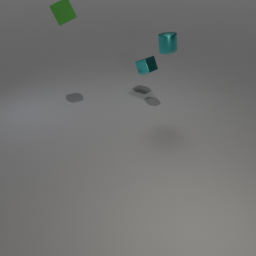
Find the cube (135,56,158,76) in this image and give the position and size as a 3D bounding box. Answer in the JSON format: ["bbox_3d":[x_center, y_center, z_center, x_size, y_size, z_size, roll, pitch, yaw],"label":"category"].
[{"bbox_3d":[0.905,-3.020,13.603,0.700,0.700,0.700,-30,17,-38],"label":"cube"}]

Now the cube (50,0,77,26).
[{"bbox_3d":[-2.304,-4.150,9.978,0.700,0.700,0.700,-27,26,-2],"label":"cube"}]

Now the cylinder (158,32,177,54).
[{"bbox_3d":[1.528,-3.256,10.723,0.700,0.700,0.700,-5,28,3],"label":"cylinder"}]
